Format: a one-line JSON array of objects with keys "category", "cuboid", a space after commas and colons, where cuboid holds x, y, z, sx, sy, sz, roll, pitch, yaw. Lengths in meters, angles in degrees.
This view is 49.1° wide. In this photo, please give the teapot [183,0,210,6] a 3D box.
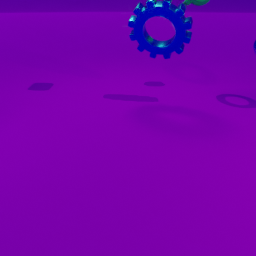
[{"category": "teapot", "cuboid": [2.115, -4.123, 8.493, 1.317, 0.819, 0.645, -40, 22, 13]}]

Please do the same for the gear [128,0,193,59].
[{"category": "gear", "cuboid": [0.869, -2.676, 7.597, 1.707, 1.707, 0.316, 7, 50, 16]}]

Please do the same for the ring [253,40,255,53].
[{"category": "ring", "cuboid": [4.138, -2.272, 7.619, 1.337, 0.267, 1.337, -11, 44, 11]}]
